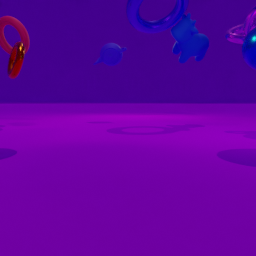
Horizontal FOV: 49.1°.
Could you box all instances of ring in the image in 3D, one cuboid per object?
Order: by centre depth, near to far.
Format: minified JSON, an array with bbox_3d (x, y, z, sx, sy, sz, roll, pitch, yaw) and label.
[{"bbox_3d":[-3.504,-2.121,8.758,0.237,1.186,1.186,13,-3,-35],"label":"ring"},{"bbox_3d":[0.971,-3.974,9.177,2.100,0.420,2.100,-11,-28,-6],"label":"ring"},{"bbox_3d":[-4.078,-3.211,9.868,1.391,1.391,0.278,3,31,25],"label":"ring"}]

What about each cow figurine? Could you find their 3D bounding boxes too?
[{"bbox_3d":[2.192,-3.063,9.612,1.731,0.950,1.703,-11,-31,-26],"label":"cow figurine"}]

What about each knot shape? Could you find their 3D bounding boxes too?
[{"bbox_3d":[3.531,-2.723,8.004,1.435,1.533,0.709,8,-9,31],"label":"knot shape"}]

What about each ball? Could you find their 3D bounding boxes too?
[{"bbox_3d":[3.455,-1.997,6.954,1.171,1.171,1.171,0,5,0],"label":"ball"}]

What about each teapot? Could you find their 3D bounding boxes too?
[{"bbox_3d":[-0.731,-2.934,11.391,1.486,0.924,0.728,-22,24,10],"label":"teapot"}]
